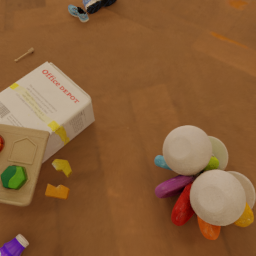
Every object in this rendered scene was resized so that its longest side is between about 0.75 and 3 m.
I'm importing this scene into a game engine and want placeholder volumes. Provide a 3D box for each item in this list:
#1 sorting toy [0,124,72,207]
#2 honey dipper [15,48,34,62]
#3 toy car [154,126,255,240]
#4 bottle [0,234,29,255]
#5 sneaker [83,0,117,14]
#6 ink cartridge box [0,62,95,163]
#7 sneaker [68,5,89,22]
[{"bbox_3d":[-2.578,0.841,6.688,2.581,0.346,1.923,9,67,3],"label":"sorting toy"},{"bbox_3d":[-3.711,-2.599,10.023,0.791,0.150,0.150,-42,69,-17],"label":"honey dipper"},{"bbox_3d":[1.651,1.362,6.878,2.042,2.383,2.723,-39,63,20],"label":"toy car"},{"bbox_3d":[-3.021,3.163,6.527,1.487,0.486,0.621,-43,42,-21],"label":"bottle"},{"bbox_3d":[-1.079,-5.190,11.196,1.590,0.602,0.612,-30,69,-17],"label":"sneaker"},{"bbox_3d":[-2.676,-0.262,8.073,2.860,1.193,2.075,-41,70,-20],"label":"ink cartridge box"},{"bbox_3d":[-1.935,-4.586,10.934,1.040,0.468,0.407,37,67,19],"label":"sneaker"}]
